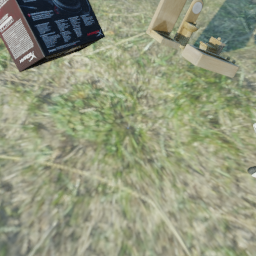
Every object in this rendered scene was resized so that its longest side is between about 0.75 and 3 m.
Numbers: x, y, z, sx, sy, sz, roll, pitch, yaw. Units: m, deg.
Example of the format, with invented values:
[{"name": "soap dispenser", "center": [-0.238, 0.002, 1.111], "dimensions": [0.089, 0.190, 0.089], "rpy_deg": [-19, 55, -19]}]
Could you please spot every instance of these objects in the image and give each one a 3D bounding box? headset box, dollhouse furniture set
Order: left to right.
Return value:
[{"name": "headset box", "center": [-1.852, -2.705, 5.646], "dimensions": [0.971, 2.588, 1.923], "rpy_deg": [-14, 18, 39]}, {"name": "dollhouse furniture set", "center": [1.681, -2.237, 6.210], "dimensions": [1.584, 1.357, 1.666], "rpy_deg": [7, 32, -34]}]

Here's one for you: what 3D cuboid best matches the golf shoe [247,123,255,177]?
[{"name": "golf shoe", "center": [2.761, -0.142, 4.753], "dimensions": [1.094, 0.863, 2.376], "rpy_deg": [13, 88, 24]}]
